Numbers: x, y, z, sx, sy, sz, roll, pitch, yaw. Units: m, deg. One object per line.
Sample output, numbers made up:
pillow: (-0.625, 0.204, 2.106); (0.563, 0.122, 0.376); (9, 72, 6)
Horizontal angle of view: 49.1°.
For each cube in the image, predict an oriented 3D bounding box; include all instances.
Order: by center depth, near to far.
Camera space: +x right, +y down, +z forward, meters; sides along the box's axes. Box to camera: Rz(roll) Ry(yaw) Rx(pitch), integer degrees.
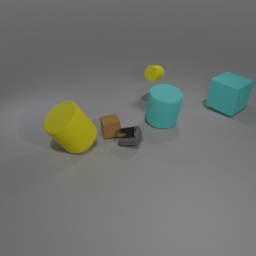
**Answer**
cube: (-0.701, -0.068, 11.307); (0.700, 0.700, 0.700); (-11, 30, -11)
cube: (4.716, -1.609, 13.047); (1.400, 1.400, 1.400); (-25, 43, -36)

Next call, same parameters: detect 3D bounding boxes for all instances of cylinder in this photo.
cylinder: (-2.064, -0.007, 10.145); (1.400, 1.400, 1.400); (-16, 48, 19)
cylinder: (0.097, 0.303, 10.618); (0.700, 0.700, 0.700); (-7, 26, 27)
cylinder: (1.523, -0.924, 11.947); (1.400, 1.400, 1.400); (4, 40, -3)
cylinder: (1.240, -2.562, 13.107); (0.700, 0.700, 0.700); (19, 21, 28)
